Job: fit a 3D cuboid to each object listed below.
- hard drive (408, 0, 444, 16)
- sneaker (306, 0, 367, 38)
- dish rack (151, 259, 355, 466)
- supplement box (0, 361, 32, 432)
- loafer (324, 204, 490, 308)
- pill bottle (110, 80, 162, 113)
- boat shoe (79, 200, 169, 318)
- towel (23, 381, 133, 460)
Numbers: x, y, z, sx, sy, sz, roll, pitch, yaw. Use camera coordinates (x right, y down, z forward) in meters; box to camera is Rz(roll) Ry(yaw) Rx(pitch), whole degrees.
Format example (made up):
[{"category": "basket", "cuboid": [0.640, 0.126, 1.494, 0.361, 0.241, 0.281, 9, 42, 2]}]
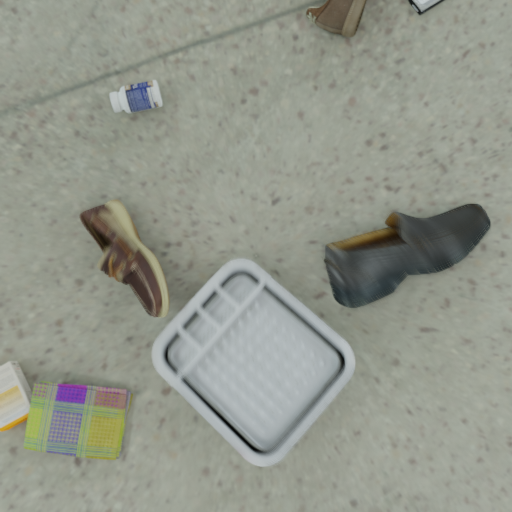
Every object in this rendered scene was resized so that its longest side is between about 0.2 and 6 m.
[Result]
[{"category": "hard drive", "cuboid": [4.040, -6.172, 13.097, 1.024, 0.194, 0.715, -32, 80, -7]}, {"category": "sneaker", "cuboid": [2.145, -6.629, 12.695, 1.251, 1.166, 3.311, 18, 78, 5]}, {"category": "dish rack", "cuboid": [-0.062, 1.993, 10.821, 3.299, 0.718, 2.832, 40, 83, 20]}, {"category": "supplement box", "cuboid": [-4.889, 2.763, 11.085, 0.733, 0.428, 1.163, -28, 81, -6]}, {"category": "loafer", "cuboid": [2.998, -0.288, 11.043, 3.533, 1.286, 1.277, -27, 112, -9]}, {"category": "pill bottle", "cuboid": [-2.642, -3.476, 12.322, 1.056, 0.586, 0.586, -13, 78, -3]}, {"category": "boat shoe", "cuboid": [-2.670, 0.118, 11.115, 1.003, 1.005, 2.786, -19, 68, -33]}, {"category": "towel", "cuboid": [-3.457, 3.213, 10.942, 1.897, 0.216, 1.362, 8, 79, -9]}]
